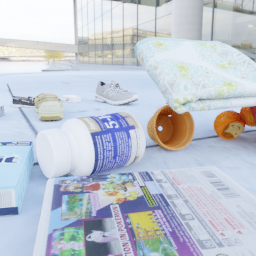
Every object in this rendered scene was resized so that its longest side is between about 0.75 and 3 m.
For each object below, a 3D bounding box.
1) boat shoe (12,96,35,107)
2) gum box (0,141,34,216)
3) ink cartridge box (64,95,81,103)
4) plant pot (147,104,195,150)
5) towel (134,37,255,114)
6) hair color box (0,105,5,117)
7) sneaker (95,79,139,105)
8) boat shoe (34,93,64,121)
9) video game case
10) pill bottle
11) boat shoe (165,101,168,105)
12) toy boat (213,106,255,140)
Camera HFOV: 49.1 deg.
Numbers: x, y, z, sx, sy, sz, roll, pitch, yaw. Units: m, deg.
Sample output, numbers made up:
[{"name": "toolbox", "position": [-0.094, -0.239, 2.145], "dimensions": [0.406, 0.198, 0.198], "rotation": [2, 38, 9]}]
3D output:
[{"name": "boat shoe", "position": [-4.035, -1.092, 11.435], "dimensions": [1.462, 0.441, 0.540], "rotation": [3, 14, 10]}, {"name": "gum box", "position": [-2.335, 0.674, 4.142], "dimensions": [1.636, 0.429, 1.925], "rotation": [-1, 14, -12]}, {"name": "ink cartridge box", "position": [-2.587, -1.325, 12.732], "dimensions": [0.823, 0.277, 0.482], "rotation": [10, 17, 36]}, {"name": "plant pot", "position": [0.864, -0.003, 6.158], "dimensions": [0.989, 0.989, 0.692], "rotation": [-6, -2, -21]}, {"name": "towel", "position": [1.286, -0.978, 4.745], "dimensions": [1.996, 0.481, 1.709], "rotation": [-7, 42, -20]}, {"name": "hair color box", "position": [-4.522, -0.473, 9.062], "dimensions": [0.607, 0.372, 1.226], "rotation": [-1, 15, -4]}, {"name": "sneaker", "position": [-0.603, -1.588, 12.212], "dimensions": [2.512, 1.030, 0.939], "rotation": [12, 18, 40]}, {"name": "boat shoe", "position": [-2.767, -0.919, 9.786], "dimensions": [1.025, 0.884, 2.809], "rotation": [-3, 14, -14]}, {"name": "video game case", "position": [0.374, 1.094, 2.816], "dimensions": [2.505, 0.316, 2.750], "rotation": [-2, 15, -11]}, {"name": "pill bottle", "position": [-0.608, 0.287, 4.690], "dimensions": [1.632, 0.977, 0.977], "rotation": [-11, 17, -37]}, {"name": "boat shoe", "position": [2.431, -1.075, 10.984], "dimensions": [1.996, 0.619, 0.719], "rotation": [-4, 14, -16]}, {"name": "toy boat", "position": [2.867, -0.304, 6.500], "dimensions": [1.790, 1.787, 2.738], "rotation": [-28, 7, 14]}]
